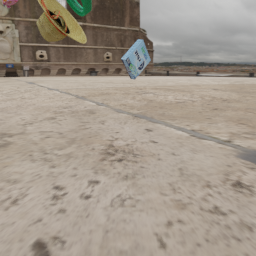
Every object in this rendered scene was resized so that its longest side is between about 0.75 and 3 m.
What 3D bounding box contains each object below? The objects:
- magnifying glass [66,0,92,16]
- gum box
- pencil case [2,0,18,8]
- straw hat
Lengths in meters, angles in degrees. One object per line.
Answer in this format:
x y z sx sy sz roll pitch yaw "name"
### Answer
-1.060 -3.321 6.427 0.327 1.161 2.918 -37 21 -10 "magnifying glass"
0.343 -2.727 11.178 0.271 1.035 1.218 19 62 38 "gum box"
-3.272 -3.716 7.337 0.438 1.001 0.438 -20 13 5 "pencil case"
-2.282 -3.118 8.586 0.859 2.031 2.031 -37 1 19 "straw hat"
